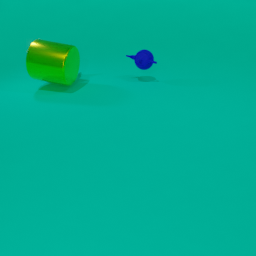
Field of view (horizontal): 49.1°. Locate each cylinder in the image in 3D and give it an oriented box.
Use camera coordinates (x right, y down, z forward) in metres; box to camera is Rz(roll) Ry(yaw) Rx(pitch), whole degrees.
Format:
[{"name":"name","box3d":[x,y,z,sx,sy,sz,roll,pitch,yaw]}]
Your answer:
[{"name":"cylinder","box3d":[-2.545,-2.248,9.648,1.375,1.375,1.375,13,30,9]}]

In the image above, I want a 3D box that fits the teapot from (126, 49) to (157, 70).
[{"name":"teapot","box3d":[0.517,-2.515,10.263,1.197,0.744,0.586,18,16,19]}]
